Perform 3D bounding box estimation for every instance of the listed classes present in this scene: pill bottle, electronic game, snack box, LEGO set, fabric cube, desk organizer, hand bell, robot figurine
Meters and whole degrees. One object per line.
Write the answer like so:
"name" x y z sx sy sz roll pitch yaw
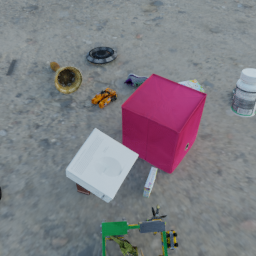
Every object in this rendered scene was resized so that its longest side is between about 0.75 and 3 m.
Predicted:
"pill bottle" 3.969 -1.160 9.282 0.827 1.462 0.827 0 36 0
"electronic game" -1.315 -3.655 14.094 1.562 0.325 1.562 -2 43 2
"snack box" 0.712 1.733 8.963 0.214 0.575 0.808 16 48 13
"LEGO set" 0.141 3.122 7.537 2.242 1.299 1.724 -11 78 -5
"fabric cube" 1.193 -0.181 9.677 2.150 2.143 2.109 27 52 22
"snack box" 2.525 -1.629 12.214 1.321 0.350 0.940 -11 48 -10
"desk organizer" -1.251 1.540 9.217 0.432 0.464 1.206 14 49 13
"hand bell" -3.111 -2.603 12.840 1.254 1.254 2.409 -23 39 -20
"robot figurine" -0.968 -1.311 11.934 0.836 0.336 1.153 30 54 23

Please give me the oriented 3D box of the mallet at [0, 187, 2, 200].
"mallet" -4.389 2.927 7.955 0.946 0.591 2.873 -2 51 -2

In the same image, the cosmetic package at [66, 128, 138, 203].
"cosmetic package" -0.713 1.021 7.600 1.401 0.861 1.397 33 66 1

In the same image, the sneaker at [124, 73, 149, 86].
"sneaker" 0.506 -2.000 12.547 1.361 0.506 0.596 19 60 30

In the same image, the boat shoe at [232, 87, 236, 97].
"boat shoe" 4.709 -1.328 12.038 0.324 0.381 1.047 -27 44 36
